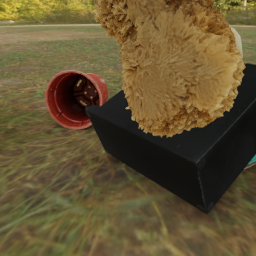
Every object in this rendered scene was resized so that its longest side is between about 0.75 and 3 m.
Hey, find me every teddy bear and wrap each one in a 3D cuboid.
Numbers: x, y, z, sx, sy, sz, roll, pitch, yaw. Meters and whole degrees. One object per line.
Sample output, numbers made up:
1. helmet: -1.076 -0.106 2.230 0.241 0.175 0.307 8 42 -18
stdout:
1. teddy bear: 0.315 -1.277 2.193 0.878 1.906 2.629 -5 64 -44

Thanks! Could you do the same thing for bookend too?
1. bookend: 1.096 -0.282 5.386 2.665 1.235 2.682 -41 42 -24

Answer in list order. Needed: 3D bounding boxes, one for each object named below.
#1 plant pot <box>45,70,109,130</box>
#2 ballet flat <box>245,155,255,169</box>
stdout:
1. plant pot: -1.241 -0.890 7.737 1.521 1.521 1.479 5 17 10
2. ballet flat: 2.620 0.143 5.800 2.709 0.922 0.911 -27 -9 -8
